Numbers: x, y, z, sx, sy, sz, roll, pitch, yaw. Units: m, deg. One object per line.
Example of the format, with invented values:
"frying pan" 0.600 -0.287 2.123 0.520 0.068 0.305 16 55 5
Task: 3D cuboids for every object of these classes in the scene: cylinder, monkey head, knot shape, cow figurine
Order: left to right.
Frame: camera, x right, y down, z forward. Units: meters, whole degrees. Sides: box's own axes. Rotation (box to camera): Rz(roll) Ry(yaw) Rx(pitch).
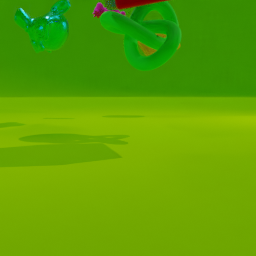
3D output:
"monkey head" -2.502 -2.997 8.309 1.992 1.433 1.200 -47 3 44
"cow figurine" -0.737 -4.316 10.593 1.040 1.057 0.580 -34 -5 0
"knot shape" 0.404 -1.877 5.659 1.787 1.672 0.826 -9 -35 -16
"cylinder" 1.290 -3.485 11.680 1.287 1.287 1.287 -38 4 7

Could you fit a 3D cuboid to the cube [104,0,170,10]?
"cube" 0.265 -2.630 4.259 1.351 1.351 1.351 -13 24 -6
